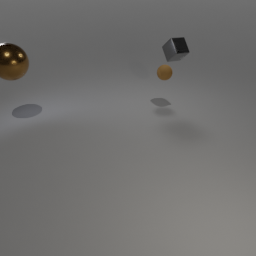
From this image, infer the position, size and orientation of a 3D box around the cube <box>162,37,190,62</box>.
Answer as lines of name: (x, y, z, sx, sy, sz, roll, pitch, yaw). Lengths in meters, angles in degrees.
cube: (1.932, -3.179, 11.360, 0.700, 0.700, 0.700, -13, -9, -28)

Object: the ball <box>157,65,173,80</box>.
ball: (1.647, -2.490, 12.577, 0.700, 0.700, 0.700, 0, 29, 0)

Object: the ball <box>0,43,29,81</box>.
ball: (-4.528, -2.523, 10.729, 1.400, 1.400, 1.400, 0, 29, 0)
